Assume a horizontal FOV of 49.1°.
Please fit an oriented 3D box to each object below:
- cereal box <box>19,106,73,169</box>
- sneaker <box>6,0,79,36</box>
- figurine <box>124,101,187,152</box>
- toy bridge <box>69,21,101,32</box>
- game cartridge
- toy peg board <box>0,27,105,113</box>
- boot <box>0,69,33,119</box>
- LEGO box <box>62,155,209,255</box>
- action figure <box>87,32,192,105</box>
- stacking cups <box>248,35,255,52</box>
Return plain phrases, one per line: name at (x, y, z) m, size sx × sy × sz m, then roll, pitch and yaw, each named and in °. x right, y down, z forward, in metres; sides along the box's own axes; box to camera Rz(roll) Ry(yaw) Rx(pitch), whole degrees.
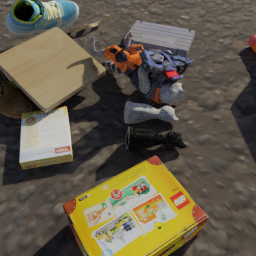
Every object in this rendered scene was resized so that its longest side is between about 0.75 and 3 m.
cereal box at (-1.989, 0.193, 6.804) m, size 1.157 × 0.318 × 1.608 m, roll -9°, pitch 49°, yaw -8°
sneaker at (-2.617, -3.713, 9.047) m, size 2.519 × 1.002 × 1.644 m, roll -26°, pitch 13°, yaw -20°
figurine at (0.645, -0.064, 6.937) m, size 1.409 × 0.622 × 1.444 m, roll 3°, pitch 48°, yaw -8°
toy bridge at (-1.570, -3.707, 10.248) m, size 1.213 × 0.165 × 0.408 m, roll -19°, pitch 22°, yaw -16°
game cartridge at (1.089, -3.083, 9.685) m, size 2.194 × 0.421 × 1.422 m, roll 16°, pitch 54°, yaw 13°
toy peg board at (-2.165, -1.489, 8.021) m, size 2.131 × 1.046 × 2.140 m, roll 43°, pitch 61°, yaw 13°
boot at (-3.399, -1.048, 7.566) m, size 2.154 × 0.813 × 0.793 m, roll 40°, pitch 56°, yaw 22°
LEGO box at (0.106, 1.686, 5.153) m, size 2.100 × 0.810 × 1.564 m, roll -25°, pitch 53°, yaw -20°
action figure at (0.590, -1.677, 8.099) m, size 2.821 × 1.525 × 2.916 m, roll 45°, pitch 32°, yaw 24°
stacking cups at (4.444, -2.282, 8.905) m, size 0.602 × 0.602 × 1.990 m, roll -7°, pitch 44°, yaw -6°
